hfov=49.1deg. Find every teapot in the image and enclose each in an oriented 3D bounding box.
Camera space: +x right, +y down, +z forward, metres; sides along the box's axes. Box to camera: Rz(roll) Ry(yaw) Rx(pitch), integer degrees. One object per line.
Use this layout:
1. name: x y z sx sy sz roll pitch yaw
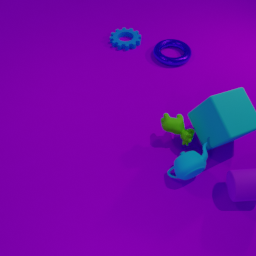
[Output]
1. teapot: 1.673 0.937 7.616 1.423 0.885 0.697 -38 61 21

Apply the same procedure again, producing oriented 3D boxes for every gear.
1. gear: -0.104 -3.733 11.731 1.287 0.238 1.287 0 52 0

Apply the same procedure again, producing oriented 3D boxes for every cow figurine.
1. cow figurine: 1.447 0.048 8.194 0.962 0.528 0.947 5 53 -16

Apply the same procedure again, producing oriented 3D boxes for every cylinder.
1. cylinder: 3.060 1.472 7.241 0.802 0.802 0.802 -4 52 3

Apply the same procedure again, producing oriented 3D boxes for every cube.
1. cube: 2.731 -0.232 8.016 1.248 1.248 1.248 -17 76 -24

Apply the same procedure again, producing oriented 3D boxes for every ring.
1. ring: 1.759 -3.022 11.119 1.530 0.306 1.530 0 51 0
